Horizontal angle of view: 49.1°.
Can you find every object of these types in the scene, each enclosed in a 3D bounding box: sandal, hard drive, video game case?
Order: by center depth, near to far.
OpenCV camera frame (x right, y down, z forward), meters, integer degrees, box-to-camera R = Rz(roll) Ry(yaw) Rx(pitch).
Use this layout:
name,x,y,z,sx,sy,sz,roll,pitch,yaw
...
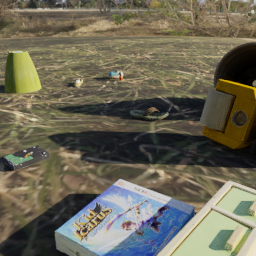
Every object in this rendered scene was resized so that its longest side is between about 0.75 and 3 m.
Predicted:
name,x,y,z,sx,sy,sz,roll,pitch,yaw
video game case,0.016,1.749,4.970,1.731,0.434,1.910,13,26,31
hard drive,-2.739,0.794,7.579,1.005,0.190,0.702,-20,30,-40
sandal,0.771,-0.585,10.582,1.497,0.427,0.594,8,24,19

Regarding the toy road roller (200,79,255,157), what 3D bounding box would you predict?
name,x,y,z,sx,sy,sz,roll,pitch,yaw
toy road roller,3.811,-0.256,8.270,2.068,1.741,2.833,-3,23,-43

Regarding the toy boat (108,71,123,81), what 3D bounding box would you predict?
name,x,y,z,sx,sy,sz,roll,pitch,yaw
toy boat,-0.625,-3.175,16.678,0.957,0.529,1.138,-11,25,-26

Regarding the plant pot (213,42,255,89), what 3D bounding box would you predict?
name,x,y,z,sx,sy,sz,roll,pitch,yaw
plant pot,5.123,-1.889,11.431,2.740,2.740,2.377,13,9,28

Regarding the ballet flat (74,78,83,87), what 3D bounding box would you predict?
name,x,y,z,sx,sy,sz,roll,pitch,yaw
ballet flat,-2.739,-2.525,15.378,0.357,0.328,1.042,2,23,5

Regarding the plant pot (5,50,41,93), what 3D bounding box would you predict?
name,x,y,z,sx,sy,sz,roll,pitch,yaw
plant pot,-5.457,-2.918,14.259,1.789,1.912,1.789,0,23,0

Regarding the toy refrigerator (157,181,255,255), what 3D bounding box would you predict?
name,x,y,z,sx,sy,sz,roll,pitch,yaw
toy refrigerator,1.460,1.774,4.347,0.934,0.861,2.461,18,28,38
